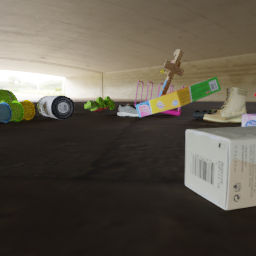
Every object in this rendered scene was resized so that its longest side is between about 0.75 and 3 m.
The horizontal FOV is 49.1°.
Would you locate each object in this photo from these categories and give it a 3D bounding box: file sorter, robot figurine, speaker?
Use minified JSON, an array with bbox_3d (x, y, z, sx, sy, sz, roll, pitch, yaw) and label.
[{"bbox_3d":[1.524,-1.478,13.466,2.200,1.379,1.529,10,9,12],"label":"file sorter"},{"bbox_3d":[-5.112,-0.918,10.669,1.761,1.161,2.007,27,18,30],"label":"robot figurine"},{"bbox_3d":[-2.945,-0.863,11.228,0.934,0.934,2.299,-4,7,-30],"label":"speaker"}]

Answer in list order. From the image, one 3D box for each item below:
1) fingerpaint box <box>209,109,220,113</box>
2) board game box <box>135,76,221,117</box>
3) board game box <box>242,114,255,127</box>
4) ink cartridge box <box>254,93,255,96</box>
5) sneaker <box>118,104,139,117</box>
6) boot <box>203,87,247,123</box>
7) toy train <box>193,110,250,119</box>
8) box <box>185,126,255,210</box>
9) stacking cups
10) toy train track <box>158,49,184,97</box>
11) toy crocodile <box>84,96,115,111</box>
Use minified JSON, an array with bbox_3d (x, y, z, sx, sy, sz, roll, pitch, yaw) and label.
[{"bbox_3d":[3.904,-0.591,11.468,0.925,0.339,0.772,-2,6,-12],"label":"fingerpaint box"},{"bbox_3d":[1.475,-0.920,8.681,1.664,0.438,2.174,-22,5,-29],"label":"board game box"},{"bbox_3d":[4.035,-0.012,5.691,2.344,0.482,2.339,-1,7,-13],"label":"board game box"},{"bbox_3d":[4.453,-0.743,8.421,0.769,0.445,1.324,-33,-47,30],"label":"ink cartridge box"},{"bbox_3d":[0.212,-0.755,11.961,1.438,0.570,0.532,4,6,21],"label":"sneaker"},{"bbox_3d":[3.246,-0.770,9.291,1.521,1.182,0.554,-1,6,-7],"label":"boot"},{"bbox_3d":[3.559,-0.491,10.738,2.085,0.356,0.477,1,-6,13],"label":"toy train"},{"bbox_3d":[1.339,0.291,2.613,1.472,0.572,0.699,-2,7,-16],"label":"box"},{"bbox_3d":[-4.206,-0.447,9.169,0.765,0.765,2.527,3,12,25],"label":"stacking cups"},{"bbox_3d":[1.324,-1.693,9.968,0.372,2.288,1.312,29,12,36],"label":"toy train track"},{"bbox_3d":[-1.642,-1.349,16.520,0.911,0.833,2.699,-17,1,24],"label":"toy crocodile"}]
